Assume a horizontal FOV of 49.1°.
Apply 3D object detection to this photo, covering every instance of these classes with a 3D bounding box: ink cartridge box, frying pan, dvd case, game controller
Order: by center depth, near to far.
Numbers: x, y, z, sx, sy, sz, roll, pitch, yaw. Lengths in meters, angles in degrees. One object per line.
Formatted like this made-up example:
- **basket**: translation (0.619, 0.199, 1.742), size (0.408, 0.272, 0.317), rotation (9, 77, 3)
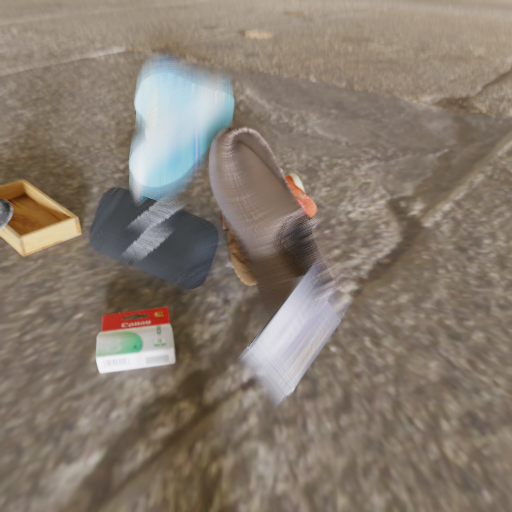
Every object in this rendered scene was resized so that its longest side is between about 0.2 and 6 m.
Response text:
- **dvd case**: translation (0.488, 0.932, 6.685), size (0.095, 0.884, 1.189), rotation (7, 49, 51)
- **ink cartridge box**: translation (-1.713, 1.076, 7.960), size (1.023, 0.318, 1.271), rotation (-6, 35, -10)
- **game controller**: translation (-1.588, -0.292, 8.545), size (2.065, 1.077, 0.435), rotation (21, -1, 14)
- **frying pan**: translation (-5.503, -0.787, 10.409), size (2.297, 0.374, 1.390), rotation (20, 53, 31)

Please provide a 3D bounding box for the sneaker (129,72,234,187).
- **sneaker**: translation (-1.650, -2.193, 9.414), size (1.606, 0.978, 2.460), rotation (29, 50, 15)

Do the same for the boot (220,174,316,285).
- **boot**: translation (0.290, -0.662, 9.825), size (1.761, 1.232, 3.284), rotation (-3, 32, -6)

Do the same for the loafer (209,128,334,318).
- **loafer**: translation (0.354, -0.558, 8.064), size (1.139, 1.107, 3.118), rotation (-19, 81, -40)

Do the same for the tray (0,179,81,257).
- **tray**: translation (-4.466, -0.781, 10.750), size (1.134, 0.426, 2.300), rotation (-27, 41, -35)
